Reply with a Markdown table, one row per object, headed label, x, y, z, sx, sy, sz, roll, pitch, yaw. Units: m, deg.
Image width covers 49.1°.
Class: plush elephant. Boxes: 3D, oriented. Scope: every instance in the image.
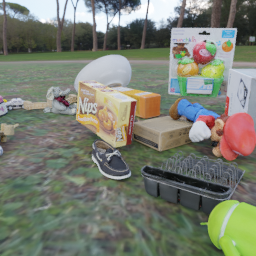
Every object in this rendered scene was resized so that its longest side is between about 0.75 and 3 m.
| label | x | y | z | sx | sy | sz | roll | pitch | yaw |
| --- | --- | --- | --- | --- | --- | --- | --- | --- | --- |
| plush elephant | -2.899 | -1.244 | 12.009 | 1.506 | 1.166 | 1.240 | 0 | 17 | 0 |

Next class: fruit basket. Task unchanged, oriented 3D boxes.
| label | x | y | z | sx | sy | sz | roll | pitch | yaw |
| --- | --- | --- | --- | --- | --- | --- | --- | --- | --- |
| fruit basket | 2.826 | -2.497 | 10.891 | 2.427 | 2.620 | 1.228 | 5 | 26 | 11 |

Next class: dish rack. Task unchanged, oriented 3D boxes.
| label | x | y | z | sx | sy | sz | roll | pitch | yaw |
| --- | --- | --- | --- | --- | --- | --- | --- | --- | --- |
| dish rack | 1.472 | 0.955 | 5.837 | 1.689 | 0.601 | 2.201 | 12 | 20 | 32 |

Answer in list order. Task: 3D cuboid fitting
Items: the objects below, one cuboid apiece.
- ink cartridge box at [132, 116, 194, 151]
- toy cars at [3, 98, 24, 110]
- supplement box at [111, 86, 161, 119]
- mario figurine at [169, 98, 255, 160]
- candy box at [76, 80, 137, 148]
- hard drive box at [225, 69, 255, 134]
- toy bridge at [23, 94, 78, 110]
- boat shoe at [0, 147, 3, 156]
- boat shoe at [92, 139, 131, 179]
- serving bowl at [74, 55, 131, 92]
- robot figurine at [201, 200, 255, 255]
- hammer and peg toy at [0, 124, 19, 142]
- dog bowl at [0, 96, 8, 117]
| label | x | y | z | sx | sy | sz | roll | pitch | yaw |
| --- | --- | --- | --- | --- | --- | --- | --- | --- | --- |
| ink cartridge box | 1.122 | 0.119 | 8.536 | 1.572 | 0.590 | 1.295 | -12 | 20 | -33 |
| toy cars | -5.709 | -1.231 | 13.059 | 2.404 | 0.532 | 1.078 | 6 | 18 | 17 |
| supplement box | 0.147 | -1.163 | 12.167 | 0.963 | 0.931 | 2.799 | -13 | 21 | -34 |
| mario figurine | 2.237 | 0.131 | 7.823 | 1.727 | 1.483 | 2.798 | -23 | 28 | -15 |
| candy box | -0.727 | -0.500 | 8.267 | 0.631 | 1.317 | 2.283 | -8 | 26 | -36 |
| hard drive box | 4.059 | -0.840 | 9.275 | 0.988 | 2.005 | 2.573 | 1 | 16 | 6 |
| toy bridge | -3.512 | -1.191 | 13.208 | 0.915 | 0.370 | 2.722 | 17 | 24 | 42 |
| boat shoe | -3.975 | 0.592 | 7.378 | 1.232 | 0.455 | 0.525 | 15 | 24 | 14 |
| boat shoe | -0.438 | 0.713 | 6.750 | 0.616 | 0.503 | 1.667 | -7 | 18 | -23 |
| serving bowl | -1.038 | -2.136 | 13.446 | 2.914 | 2.914 | 0.958 | -12 | 64 | -35 |
| robot figurine | 1.700 | 1.472 | 3.872 | 1.294 | 0.749 | 1.136 | 16 | 23 | 41 |
| hammer and peg toy | -3.969 | 0.168 | 8.146 | 1.641 | 0.579 | 1.207 | 2 | 3 | 4 |
| dog bowl | -6.103 | -0.898 | 11.631 | 2.001 | 0.738 | 2.001 | 1 | 17 | 0 |
